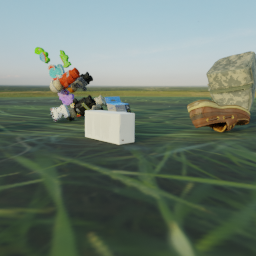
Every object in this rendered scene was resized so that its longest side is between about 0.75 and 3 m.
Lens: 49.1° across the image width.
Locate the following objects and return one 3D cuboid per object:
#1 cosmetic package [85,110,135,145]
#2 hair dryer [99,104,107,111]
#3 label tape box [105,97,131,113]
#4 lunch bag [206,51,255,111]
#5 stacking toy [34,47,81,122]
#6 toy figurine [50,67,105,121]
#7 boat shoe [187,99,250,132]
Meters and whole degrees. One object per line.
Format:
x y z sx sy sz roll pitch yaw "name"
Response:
-0.417 -0.049 6.010 0.436 0.620 1.223 -6 10 -41 "cosmetic package"
-1.330 -0.824 11.860 1.218 0.331 0.927 15 -29 -6 "hair dryer"
-0.230 -0.467 7.820 0.295 0.931 0.672 -17 -3 37 "label tape box"
3.710 -1.439 9.690 1.493 1.797 2.143 -9 23 33 "lunch bag"
-2.461 -1.594 10.260 0.630 2.681 2.022 -17 6 13 "stacking toy"
-1.831 -1.197 10.280 1.218 1.750 1.723 -30 -2 15 "toy figurine"
2.331 -0.204 7.056 1.996 0.674 0.718 6 -20 -31 "boat shoe"
